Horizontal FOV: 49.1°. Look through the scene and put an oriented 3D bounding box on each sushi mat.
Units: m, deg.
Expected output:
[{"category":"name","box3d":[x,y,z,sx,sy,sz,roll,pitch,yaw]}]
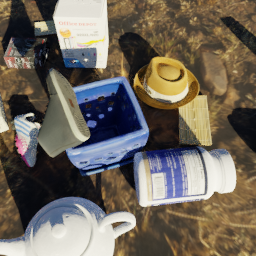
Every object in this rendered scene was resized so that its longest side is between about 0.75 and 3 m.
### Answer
[{"category":"sushi mat","box3d":[2.515,-0.348,10.712,1.146,0.145,2.395,3,55,3]},{"category":"sushi mat","box3d":[-3.507,-5.091,14.020,2.345,0.142,1.122,-10,57,-7]}]

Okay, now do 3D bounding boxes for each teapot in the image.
[{"category":"teapot","box3d":[-1.554,2.890,7.363,2.633,1.948,2.667,28,59,18]}]

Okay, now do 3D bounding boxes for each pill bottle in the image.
[{"category":"pill bottle","box3d":[1.658,1.431,8.576,2.840,1.643,1.643,-5,55,-4]}]

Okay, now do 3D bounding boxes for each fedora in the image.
[{"category":"fedora","box3d":[1.533,-2.022,11.221,2.765,1.128,2.765,-2,54,3]}]

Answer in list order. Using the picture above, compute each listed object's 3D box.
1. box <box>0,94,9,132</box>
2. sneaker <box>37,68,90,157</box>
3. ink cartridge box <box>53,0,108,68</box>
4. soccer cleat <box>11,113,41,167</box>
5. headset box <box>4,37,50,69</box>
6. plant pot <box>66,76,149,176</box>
[{"category":"box","box3d":[-5.334,-0.889,10.680,0.980,0.816,2.386,-19,57,-13]},{"category":"sneaker","box3d":[-1.801,-0.408,6.720,1.110,0.782,2.090,-30,67,14]},{"category":"ink cartridge box","box3d":[-1.856,-4.109,11.855,1.876,2.548,1.843,1,55,1]},{"category":"soccer cleat","box3d":[-3.458,0.311,9.857,0.948,0.767,2.197,-23,58,-10]},{"category":"headset box","box3d":[-4.549,-3.344,12.466,1.794,0.693,1.335,2,55,0]},{"category":"plant pot","box3d":[-0.855,0.090,9.154,2.450,2.203,2.450,-15,57,-10]}]
